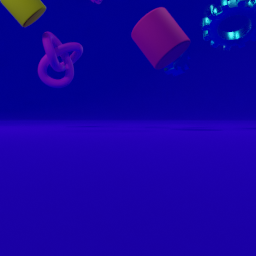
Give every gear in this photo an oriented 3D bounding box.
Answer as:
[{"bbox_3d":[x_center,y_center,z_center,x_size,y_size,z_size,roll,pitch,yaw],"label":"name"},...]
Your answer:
[{"bbox_3d":[1.269,-2.538,8.548,0.345,1.867,1.867,-17,-10,40],"label":"gear"},{"bbox_3d":[2.743,-2.701,7.280,1.568,0.290,1.568,4,-28,2],"label":"gear"}]

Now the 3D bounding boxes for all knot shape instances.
[{"bbox_3d":[-2.477,-2.324,9.999,0.884,1.790,1.913,18,3,30],"label":"knot shape"}]

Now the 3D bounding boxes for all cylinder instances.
[{"bbox_3d":[0.728,-1.979,6.259,0.960,0.960,0.960,-35,-7,-5],"label":"cylinder"},{"bbox_3d":[-3.223,-3.816,8.671,0.959,0.959,0.959,-36,17,13],"label":"cylinder"}]

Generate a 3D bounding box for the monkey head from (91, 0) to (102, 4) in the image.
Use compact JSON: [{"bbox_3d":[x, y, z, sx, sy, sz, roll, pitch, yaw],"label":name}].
[{"bbox_3d":[-0.897,-3.862,7.594,1.166,0.703,0.839,36,9,39],"label":"monkey head"}]
